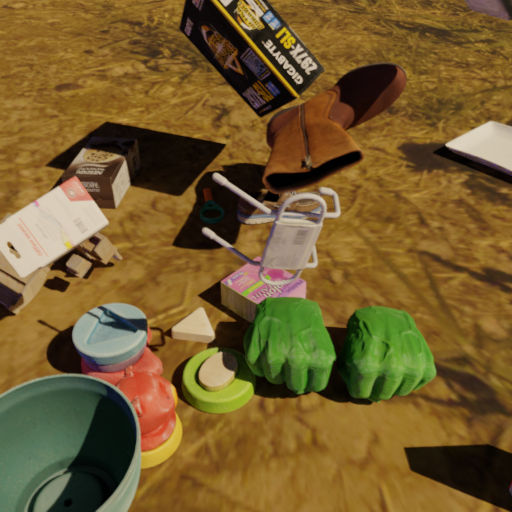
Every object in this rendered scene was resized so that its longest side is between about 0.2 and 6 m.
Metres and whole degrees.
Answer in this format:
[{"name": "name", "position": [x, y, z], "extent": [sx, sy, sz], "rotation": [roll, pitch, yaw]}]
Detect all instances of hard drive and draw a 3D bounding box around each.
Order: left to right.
[{"name": "hard drive", "position": [3.485, -4.003, 8.558], "extent": [0.199, 0.734, 1.050], "rotation": [-43, 36, 11]}]

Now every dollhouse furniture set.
[{"name": "dollhouse furniture set", "position": [-3.668, 0.435, 9.421], "extent": [1.944, 1.113, 2.280], "rotation": [26, 71, 20]}]

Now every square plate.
[{"name": "square plate", "position": [5.961, -2.488, 13.280], "extent": [2.165, 0.308, 2.145], "rotation": [-28, 46, -32]}]

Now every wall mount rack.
[{"name": "wall mount rack", "position": [0.128, -0.306, 5.878], "extent": [1.292, 1.487, 0.554], "rotation": [4, 51, -11]}]

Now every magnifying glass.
[{"name": "magnifying glass", "position": [-0.946, -1.043, 11.510], "extent": [0.484, 0.136, 1.217], "rotation": [-6, 37, -8]}]

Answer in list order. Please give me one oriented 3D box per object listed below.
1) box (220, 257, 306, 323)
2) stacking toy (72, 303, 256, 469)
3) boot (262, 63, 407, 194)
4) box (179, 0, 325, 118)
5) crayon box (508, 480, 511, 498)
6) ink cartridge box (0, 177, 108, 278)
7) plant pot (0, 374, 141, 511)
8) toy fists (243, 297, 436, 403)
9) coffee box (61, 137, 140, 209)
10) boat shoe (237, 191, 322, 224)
[{"name": "box", "position": [0.110, 0.600, 9.006], "extent": [1.042, 0.504, 0.917], "rotation": [29, 46, 32]}, {"name": "stacking toy", "position": [-1.262, 1.326, 7.609], "extent": [2.200, 1.026, 2.430], "rotation": [-20, 42, -24]}, {"name": "boot", "position": [1.444, -2.305, 9.617], "extent": [2.873, 1.045, 3.052], "rotation": [-15, 26, 9]}, {"name": "box", "position": [-0.234, -3.985, 10.652], "extent": [0.806, 2.610, 3.268], "rotation": [-46, 14, -2]}, {"name": "crayon box", "position": [3.496, 2.314, 6.090], "extent": [1.093, 1.266, 0.369], "rotation": [-2, 37, -3]}, {"name": "ink cartridge box", "position": [-2.401, -0.318, 6.535], "extent": [1.155, 0.673, 0.390], "rotation": [-36, 7, -16]}, {"name": "plant pot", "position": [-2.096, 2.403, 5.951], "extent": [1.907, 1.278, 1.907], "rotation": [-1, 40, 1]}, {"name": "toy fists", "position": [1.113, 1.333, 7.676], "extent": [2.588, 0.890, 1.319], "rotation": [8, 28, -2]}, {"name": "coffee box", "position": [-3.272, -1.819, 12.018], "extent": [1.059, 0.748, 1.873], "rotation": [3, 37, 4]}, {"name": "boat shoe", "position": [0.524, -1.082, 11.115], "extent": [1.805, 0.653, 0.652], "rotation": [-12, 39, -16]}]
